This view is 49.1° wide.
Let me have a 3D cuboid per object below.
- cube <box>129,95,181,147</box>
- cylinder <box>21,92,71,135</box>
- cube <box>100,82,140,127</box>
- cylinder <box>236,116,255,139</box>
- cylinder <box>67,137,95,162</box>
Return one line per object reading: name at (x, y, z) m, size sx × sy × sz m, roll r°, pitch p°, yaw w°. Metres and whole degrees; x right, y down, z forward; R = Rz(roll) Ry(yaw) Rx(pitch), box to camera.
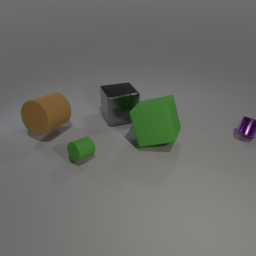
cube at (1.059, -0.280, 10.430) m, size 1.400 × 1.400 × 1.400 m, roll -10°, pitch 18°, yaw 22°
cylinder at (-3.203, -0.595, 11.058) m, size 1.400 × 1.400 × 1.400 m, roll 14°, pitch 24°, yaw 22°
cube at (-0.369, -1.070, 12.434) m, size 1.400 × 1.400 × 1.400 m, roll -10°, pitch 32°, yaw -16°
cylinder at (4.763, -0.014, 11.081) m, size 0.700 × 0.700 × 0.700 m, roll 22°, pitch 3°, yaw -1°
cylinder at (-1.615, 0.725, 9.696) m, size 0.700 × 0.700 × 0.700 m, roll 24°, pitch 31°, yaw 35°
